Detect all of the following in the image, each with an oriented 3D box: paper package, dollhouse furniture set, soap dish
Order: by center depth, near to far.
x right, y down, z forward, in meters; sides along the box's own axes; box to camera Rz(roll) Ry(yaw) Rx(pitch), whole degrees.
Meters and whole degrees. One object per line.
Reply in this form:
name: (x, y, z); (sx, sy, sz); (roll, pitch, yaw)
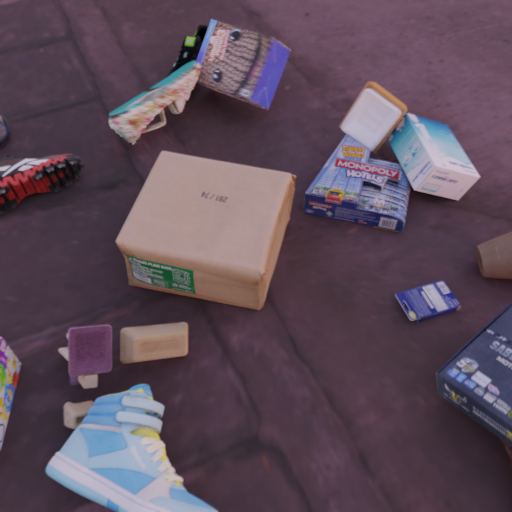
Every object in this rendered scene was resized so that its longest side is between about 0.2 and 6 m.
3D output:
dollhouse furniture set: (-2.104, 1.662, 8.795); (1.914, 1.516, 1.358); (-2, 6, -30)
paper package: (-0.789, -0.465, 9.720); (2.490, 1.288, 2.374); (12, 53, 8)
soap dish: (2.359, -2.797, 11.263); (0.946, 1.203, 0.489); (38, 49, 4)

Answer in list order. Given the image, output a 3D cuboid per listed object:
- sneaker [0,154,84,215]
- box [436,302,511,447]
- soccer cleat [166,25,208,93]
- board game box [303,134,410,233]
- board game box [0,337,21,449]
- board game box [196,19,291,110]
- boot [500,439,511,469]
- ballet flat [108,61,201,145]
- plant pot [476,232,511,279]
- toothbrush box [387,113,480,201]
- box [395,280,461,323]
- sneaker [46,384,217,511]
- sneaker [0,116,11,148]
sneaker: (-4.469, -1.614, 10.964); (2.079, 0.735, 1.016); (-27, 59, -18)
box: (3.976, 1.816, 7.594); (1.852, 0.599, 2.349); (-35, 43, -18)
soccer cleat: (-1.615, -4.603, 13.201); (0.761, 0.914, 2.255); (13, 53, 10)
board game box: (2.075, -1.510, 10.980); (1.923, 0.593, 1.922); (12, 53, 9)
board game box: (-4.096, 2.124, 7.942); (0.902, 0.886, 1.719); (-2, 52, -2)
board game box: (-0.358, -4.202, 12.333); (1.738, 1.386, 0.842); (27, 12, 27)
boot: (4.376, 2.901, 7.427); (2.096, 0.722, 2.249); (-9, 48, 9)
ballet flat: (-2.054, -3.238, 11.948); (2.492, 0.797, 0.943); (-42, 30, -23)
plant pot: (4.309, 0.029, 9.639); (0.874, 1.002, 1.002); (-11, 51, 13)
toothbrush box: (3.453, -1.959, 11.025); (1.175, 0.684, 1.605); (7, 47, -27)
box: (2.874, 0.777, 9.454); (0.965, 0.156, 0.584); (-13, 53, -14)
sneaker: (-1.374, 2.619, 7.414); (2.460, 0.978, 1.606); (19, 62, 14)
sneaker: (-6.130, -2.258, 11.589); (0.914, 0.782, 2.098); (19, 46, 28)
